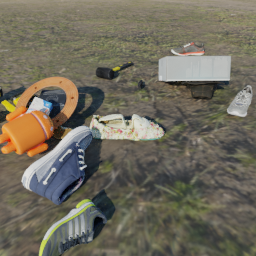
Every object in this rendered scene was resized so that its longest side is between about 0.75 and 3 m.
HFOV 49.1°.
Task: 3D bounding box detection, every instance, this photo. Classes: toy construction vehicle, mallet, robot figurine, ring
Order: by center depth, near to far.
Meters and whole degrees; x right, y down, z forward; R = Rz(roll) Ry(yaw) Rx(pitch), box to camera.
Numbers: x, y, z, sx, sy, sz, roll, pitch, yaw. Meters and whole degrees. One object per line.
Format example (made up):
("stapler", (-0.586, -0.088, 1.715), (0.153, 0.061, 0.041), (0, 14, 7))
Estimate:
("robot figurine", (-3.034, 0.098, 8.467), (1.774, 1.034, 1.276), (-33, 64, -31))
("ring", (-2.958, -0.847, 10.224), (2.497, 0.240, 2.497), (-7, 59, 12))
("toy construction vehicle", (-5.211, -0.828, 10.895), (2.291, 0.927, 2.632), (30, 44, 21))
("mallet", (-0.686, -3.175, 14.903), (0.900, 0.563, 2.734), (11, 29, 24))

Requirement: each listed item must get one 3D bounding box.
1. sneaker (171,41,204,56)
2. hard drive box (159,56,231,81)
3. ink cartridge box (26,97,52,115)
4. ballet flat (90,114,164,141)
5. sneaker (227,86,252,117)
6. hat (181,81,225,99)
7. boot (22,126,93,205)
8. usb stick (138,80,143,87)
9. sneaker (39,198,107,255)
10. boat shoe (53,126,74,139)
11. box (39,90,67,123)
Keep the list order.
("sneaker", (3.724, -4.994, 17.352), (2.074, 0.849, 0.799), (-2, 32, -4))
("hard drive box", (2.943, -2.722, 12.894), (2.790, 1.071, 2.174), (0, 11, -1))
("ink cartridge box", (-3.085, -0.436, 9.504), (0.625, 0.362, 1.077), (22, 67, -3))
("ballet flat", (-0.048, -0.050, 9.522), (2.612, 0.835, 0.988), (-1, 29, -2))
("sneaker", (4.499, -1.105, 11.204), (0.745, 0.818, 1.995), (16, 36, 24))
("hat", (3.153, -1.590, 11.845), (1.950, 0.787, 1.950), (-1, 10, 0))
("boot", (-1.550, 1.002, 7.930), (1.216, 0.979, 2.691), (25, 45, 20))
("usb stick", (0.567, -2.078, 13.087), (0.154, 0.262, 0.945), (15, 19, 4))
("sneaker", (-1.150, 2.272, 6.034), (0.735, 0.671, 1.815), (21, 39, 25))
("boat shoe", (-2.107, 0.199, 9.523), (1.217, 0.449, 0.421), (11, -5, 44))
("box", (-2.868, -0.851, 10.837), (1.076, 0.776, 1.449), (-2, 31, -4))
